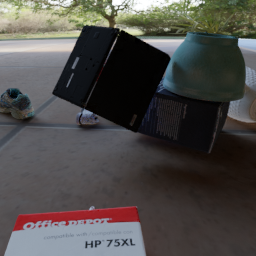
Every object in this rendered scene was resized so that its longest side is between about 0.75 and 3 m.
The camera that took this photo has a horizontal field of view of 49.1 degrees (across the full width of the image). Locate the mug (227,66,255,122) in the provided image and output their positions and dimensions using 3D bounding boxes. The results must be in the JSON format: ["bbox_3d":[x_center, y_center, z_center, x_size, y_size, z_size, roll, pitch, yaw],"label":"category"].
[{"bbox_3d":[3.951,-1.385,10.086,2.556,1.887,2.241,35,12,-32],"label":"mug"}]

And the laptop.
[{"bbox_3d":[-0.589,-1.562,8.396,2.774,2.458,1.432,24,-1,43],"label":"laptop"}]

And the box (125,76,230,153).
[{"bbox_3d":[1.622,-0.597,8.968,2.833,1.478,2.097,17,27,23],"label":"box"}]

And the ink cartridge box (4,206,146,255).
[{"bbox_3d":[-0.620,1.976,3.404,1.728,1.000,2.974,-3,28,-6],"label":"ink cartridge box"}]

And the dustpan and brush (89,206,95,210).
[{"bbox_3d":[-0.714,1.820,4.971,0.719,0.295,1.030,1,23,3],"label":"dustpan and brush"}]

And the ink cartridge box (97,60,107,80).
[{"bbox_3d":[-0.479,-3.303,16.347,2.488,1.031,1.826,7,23,16],"label":"ink cartridge box"}]

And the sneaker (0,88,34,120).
[{"bbox_3d":[-4.569,-1.136,11.120,2.405,1.038,0.933,16,27,34],"label":"sneaker"}]

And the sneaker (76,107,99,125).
[{"bbox_3d":[-1.408,-0.486,10.331,0.737,0.482,1.283,4,28,7],"label":"sneaker"}]

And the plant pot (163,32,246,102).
[{"bbox_3d":[2.317,-1.915,8.208,2.415,1.618,2.415,4,24,-2],"label":"plant pot"}]
